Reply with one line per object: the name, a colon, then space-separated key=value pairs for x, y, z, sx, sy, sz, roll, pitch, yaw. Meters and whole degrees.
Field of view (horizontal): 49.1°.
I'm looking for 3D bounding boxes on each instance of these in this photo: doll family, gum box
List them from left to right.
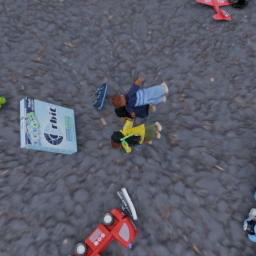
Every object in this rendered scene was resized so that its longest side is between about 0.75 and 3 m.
gum box: x=-2.185 y=-0.020 z=7.803 sx=0.351 sy=1.574 sz=1.337 roll=-24 pitch=65 yaw=35
doll family: x=0.148 y=-0.220 z=7.204 sx=1.439 sy=2.489 sz=0.977 roll=-9 pitch=30 yaw=-22

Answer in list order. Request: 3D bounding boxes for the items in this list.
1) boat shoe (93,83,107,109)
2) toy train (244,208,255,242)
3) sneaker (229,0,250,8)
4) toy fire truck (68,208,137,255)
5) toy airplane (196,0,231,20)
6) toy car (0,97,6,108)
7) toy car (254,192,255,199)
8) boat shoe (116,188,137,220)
boat shoe: x=-0.890 y=-1.065 z=8.915 sx=0.325 sy=0.398 sz=0.947 roll=15 pitch=58 yaw=-5
toy train: x=3.753 y=2.593 z=7.183 sx=1.491 sy=0.646 sz=0.852 roll=18 pitch=55 yaw=11
sneaker: x=4.775 y=-5.184 z=11.183 sx=1.496 sy=0.574 sz=0.832 roll=-6 pitch=64 yaw=-6
toy fire truck: x=-0.542 y=3.596 z=6.597 sx=2.029 sy=0.701 sz=2.877 roll=39 pitch=68 yaw=17
toy airplane: x=3.498 y=-4.803 z=11.059 sx=1.845 sy=0.339 sz=1.845 roll=9 pitch=51 yaw=-11
toy car: x=-4.372 y=-0.940 z=8.741 sx=0.634 sy=0.772 sz=0.609 roll=-15 pitch=33 yaw=19
toy car: x=5.148 y=1.253 z=7.342 sx=2.336 sy=2.641 sz=2.434 roll=32 pitch=107 yaw=49
boat shoe: x=-0.052 y=2.084 z=7.589 sx=0.312 sy=0.330 sz=0.920 roll=-22 pitch=62 yaw=-11
